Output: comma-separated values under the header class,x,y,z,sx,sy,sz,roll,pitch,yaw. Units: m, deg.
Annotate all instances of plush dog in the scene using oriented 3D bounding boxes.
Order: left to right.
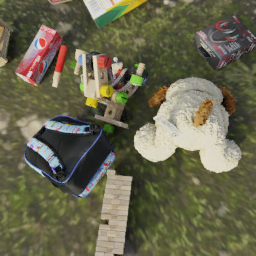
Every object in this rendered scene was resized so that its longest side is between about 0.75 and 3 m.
class,x,y,z,sx,sy,sz,roll,pitch,yaw
plush dog,1.674,-0.460,7.349,2.796,2.243,2.401,8,43,4

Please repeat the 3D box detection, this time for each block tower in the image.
class,x,y,z,sx,sy,sz,roll,pitch,yaw
block tower,-0.328,2.239,6.745,0.679,0.634,2.349,5,67,1

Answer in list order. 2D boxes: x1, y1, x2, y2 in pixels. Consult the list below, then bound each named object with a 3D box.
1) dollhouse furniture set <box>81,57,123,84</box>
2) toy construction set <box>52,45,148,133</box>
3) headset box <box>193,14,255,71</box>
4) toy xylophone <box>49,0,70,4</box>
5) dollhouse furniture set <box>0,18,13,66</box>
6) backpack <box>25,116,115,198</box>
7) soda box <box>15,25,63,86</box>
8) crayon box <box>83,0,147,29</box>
class,x,y,z,sx,sy,sz,roll,pitch,yaw
dollhouse furniture set,-0.711,-1.484,8.199,1.316,0.934,1.043,-13,67,-5
toy construction set,-0.823,-0.925,7.393,2.487,2.074,1.911,18,97,10
headset box,2.996,-2.678,8.880,1.681,0.631,1.250,-28,69,-11
toy xylophone,-2.269,-5.001,10.017,1.618,0.406,1.184,-27,69,-12
dollhouse furniture set,-4.762,-2.245,8.685,1.902,1.195,2.150,-11,65,22
backpack,-1.551,0.615,7.092,1.912,1.286,1.745,19,64,35
soda box,-2.679,-2.201,8.543,0.547,0.604,1.726,23,80,13
crayon box,-0.347,-4.584,9.428,2.322,0.599,1.460,-29,69,6
